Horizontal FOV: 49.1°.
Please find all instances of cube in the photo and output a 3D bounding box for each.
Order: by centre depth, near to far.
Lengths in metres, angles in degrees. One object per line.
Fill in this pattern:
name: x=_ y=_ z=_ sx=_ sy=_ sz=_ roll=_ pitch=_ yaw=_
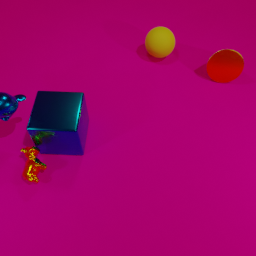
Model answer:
cube: x=-1.934 y=-0.127 z=8.082 sx=1.350 sy=1.350 sz=1.350 roll=2 pitch=56 yaw=2

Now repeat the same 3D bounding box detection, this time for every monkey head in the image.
monkey head: x=-3.330 y=-0.644 z=7.201 sx=0.929 sy=0.778 sz=1.292 roll=45 pitch=33 yaw=19

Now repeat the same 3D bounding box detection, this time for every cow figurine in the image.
cow figurine: x=-2.663 y=0.970 z=7.662 sx=0.897 sy=0.500 sz=0.912 roll=25 pitch=85 yaw=27

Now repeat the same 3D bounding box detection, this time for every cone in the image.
cone: x=3.387 y=-2.430 z=9.963 sx=1.217 sy=1.217 sz=1.221 roll=8 pitch=37 yaw=6

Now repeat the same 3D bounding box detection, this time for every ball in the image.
ball: x=1.165 y=-3.117 z=10.204 sx=1.082 sy=1.082 sz=1.082 roll=0 pitch=56 yaw=0
